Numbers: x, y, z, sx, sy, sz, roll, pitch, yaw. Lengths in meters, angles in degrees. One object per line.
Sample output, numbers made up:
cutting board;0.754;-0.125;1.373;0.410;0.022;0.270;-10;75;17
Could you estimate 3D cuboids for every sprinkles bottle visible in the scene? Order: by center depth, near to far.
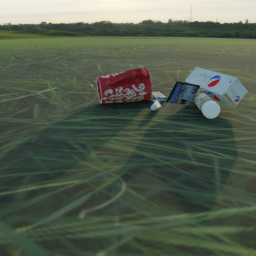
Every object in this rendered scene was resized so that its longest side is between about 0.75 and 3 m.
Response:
sprinkles bottle;2.861;-0.898;10.374;0.593;0.593;1.738;0;21;0

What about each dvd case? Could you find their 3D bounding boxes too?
dvd case;2.089;-1.290;10.544;1.241;0.886;0.109;2;36;-36

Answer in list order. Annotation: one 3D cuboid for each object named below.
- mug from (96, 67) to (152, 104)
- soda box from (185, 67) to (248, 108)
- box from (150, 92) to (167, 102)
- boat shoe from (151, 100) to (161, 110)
mug;-0.186;-1.817;11.217;2.030;1.802;1.354;-10;46;-12
soda box;3.385;-1.657;11.053;0.871;0.814;2.558;37;3;-29
box;1.185;-1.348;12.021;0.631;0.174;0.923;-6;23;-14
boat shoe;1.041;-0.809;10.552;0.294;0.309;0.859;-37;6;18
